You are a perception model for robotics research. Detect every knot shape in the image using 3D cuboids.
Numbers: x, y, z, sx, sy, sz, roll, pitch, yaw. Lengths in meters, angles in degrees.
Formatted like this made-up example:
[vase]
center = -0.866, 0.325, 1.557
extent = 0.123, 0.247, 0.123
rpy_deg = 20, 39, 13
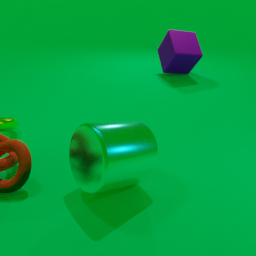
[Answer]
[knot shape]
center = -2.746, 0.618, 5.717
extent = 1.621, 0.749, 1.517
rpy_deg = -10, 39, -8

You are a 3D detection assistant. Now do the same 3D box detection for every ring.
[ring]
center = -3.570, -0.098, 7.169
extent = 1.453, 0.291, 1.453
rpy_deg = -2, 1, 0

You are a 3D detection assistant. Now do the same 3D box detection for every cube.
[cube]
center = 2.093, -3.086, 11.483
extent = 1.243, 1.243, 1.243
rpy_deg = -1, 64, -19

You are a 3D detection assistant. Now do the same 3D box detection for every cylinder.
[cylinder]
center = -0.279, 0.515, 5.340
extent = 1.259, 1.259, 1.259
rpy_deg = -3, 25, -40
